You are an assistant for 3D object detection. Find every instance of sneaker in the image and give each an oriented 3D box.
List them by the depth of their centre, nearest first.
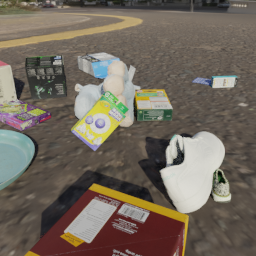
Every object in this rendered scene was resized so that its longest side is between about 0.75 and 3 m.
[{"bbox_3d":[2.028,1.089,6.230,0.462,0.532,1.201,0,27,-1],"label":"sneaker"},{"bbox_3d":[1.397,0.554,6.280,1.020,1.199,2.710,-32,10,32],"label":"sneaker"}]

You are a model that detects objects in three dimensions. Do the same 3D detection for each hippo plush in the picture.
[{"bbox_3d":[-0.847,-1.180,9.075,1.945,1.927,2.419,-5,45,16],"label":"hippo plush"}]

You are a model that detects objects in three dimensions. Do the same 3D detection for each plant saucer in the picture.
[{"bbox_3d":[-3.783,0.887,6.771,2.979,0.408,2.979,1,28,0],"label":"plant saucer"}]

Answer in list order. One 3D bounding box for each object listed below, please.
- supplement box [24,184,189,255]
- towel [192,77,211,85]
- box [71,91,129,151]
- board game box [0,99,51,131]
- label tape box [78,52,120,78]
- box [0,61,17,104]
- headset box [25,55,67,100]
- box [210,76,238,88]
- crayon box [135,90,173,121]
[{"bbox_3d":[-0.218,1.930,3.958,1.672,1.126,1.695,13,30,23],"label":"supplement box"},{"bbox_3d":[3.508,-2.146,12.966,0.888,0.106,0.643,16,34,31],"label":"towel"},{"bbox_3d":[-0.716,-0.207,7.527,1.475,0.865,0.357,-49,16,0],"label":"box"},{"bbox_3d":[-3.736,-0.493,9.579,1.989,0.321,1.194,20,29,33],"label":"board game box"},{"bbox_3d":[-1.319,-3.212,14.286,1.633,0.753,2.279,-18,31,-31],"label":"label tape box"},{"bbox_3d":[-5.451,-1.783,10.654,1.311,1.538,2.406,-24,36,-38],"label":"box"},{"bbox_3d":[-3.146,-1.910,10.940,1.401,1.609,0.746,-6,44,-10],"label":"headset box"},{"bbox_3d":[4.236,-2.041,12.339,1.110,0.457,0.273,-3,28,-6],"label":"box"},{"bbox_3d":[0.857,-0.847,10.017,1.168,0.479,1.857,-1,28,-2],"label":"crayon box"}]
